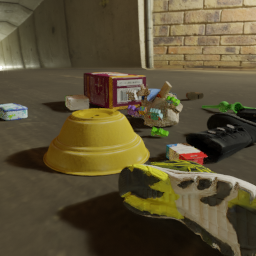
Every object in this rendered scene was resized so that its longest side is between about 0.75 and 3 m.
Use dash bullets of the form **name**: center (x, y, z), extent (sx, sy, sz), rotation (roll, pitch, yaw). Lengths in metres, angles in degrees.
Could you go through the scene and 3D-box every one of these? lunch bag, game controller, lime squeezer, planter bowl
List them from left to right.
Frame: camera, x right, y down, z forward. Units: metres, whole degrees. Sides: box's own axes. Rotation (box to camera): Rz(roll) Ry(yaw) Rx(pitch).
- **lunch bag**: center (-4.519, -0.648, 10.911), extent (0.967, 0.496, 1.203), rotation (-9, 18, -40)
- **planter bowl**: center (-0.754, 0.141, 6.819), extent (2.588, 1.078, 2.588), rotation (1, 15, 0)
- **lime squeezer**: center (4.393, -0.814, 11.922), extent (2.504, 0.472, 0.884), rotation (4, -15, 20)
- **game controller**: center (5.263, -0.410, 10.281), extent (2.427, 0.511, 1.266), rotation (7, 2, 22)

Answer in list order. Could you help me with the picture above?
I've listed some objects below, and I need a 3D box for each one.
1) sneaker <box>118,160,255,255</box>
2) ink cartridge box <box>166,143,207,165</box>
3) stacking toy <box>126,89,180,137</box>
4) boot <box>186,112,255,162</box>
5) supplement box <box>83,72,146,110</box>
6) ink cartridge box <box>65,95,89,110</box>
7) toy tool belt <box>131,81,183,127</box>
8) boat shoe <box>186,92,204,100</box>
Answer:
- **sneaker**: center (1.115, 0.909, 4.086), extent (2.667, 0.993, 1.129), rotation (12, 19, 39)
- **ink cartridge box**: center (1.314, 0.646, 6.359), extent (0.556, 0.322, 0.956), rotation (-5, 16, -16)
- **stacking toy**: center (0.546, -0.464, 9.055), extent (1.992, 0.468, 1.502), rotation (12, 56, 22)
- **boot**: center (2.335, 0.185, 7.551), extent (2.183, 0.717, 1.799), rotation (-17, 20, -36)
- **supplement box**: center (-0.692, -1.865, 13.486), extent (1.886, 1.487, 2.881), rotation (-10, 18, -33)
- **ink cartridge box**: center (-2.343, -1.182, 12.806), extent (0.896, 0.516, 1.228), rotation (-6, 16, -20)
- **toy tool belt**: center (0.987, -1.030, 10.288), extent (1.546, 1.521, 2.475), rotation (-5, 16, -18)
- **boat shoe**: center (3.516, -1.721, 15.125), extent (1.229, 0.442, 0.418), rotation (1, 8, -35)
